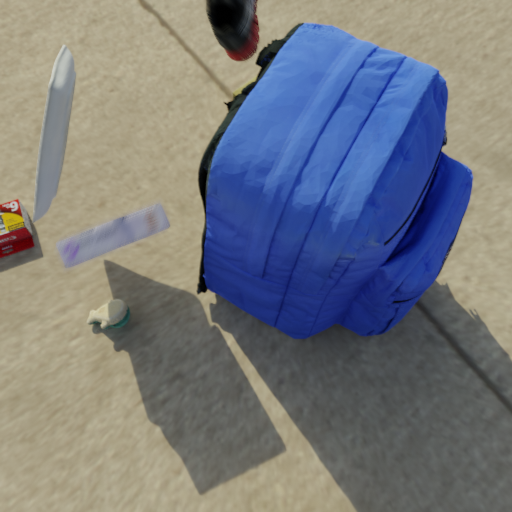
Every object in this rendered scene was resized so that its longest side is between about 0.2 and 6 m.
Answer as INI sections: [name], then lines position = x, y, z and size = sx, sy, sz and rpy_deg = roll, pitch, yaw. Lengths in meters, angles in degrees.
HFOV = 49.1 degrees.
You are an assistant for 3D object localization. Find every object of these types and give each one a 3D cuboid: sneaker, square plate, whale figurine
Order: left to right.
[square plate]
position = -3.216, -1.995, 9.018
size = 0.322, 2.245, 2.267
rpy_deg = 9, 31, -18
[whale figurine]
position = -2.687, 1.115, 10.272
size = 0.812, 0.421, 0.646
rpy_deg = -14, 43, 17
[sneaker]
position = -0.371, -4.291, 9.139
size = 0.707, 0.977, 2.000
rpy_deg = 2, 91, 26

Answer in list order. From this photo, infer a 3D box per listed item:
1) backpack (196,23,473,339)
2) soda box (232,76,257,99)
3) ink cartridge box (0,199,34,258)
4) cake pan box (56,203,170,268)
[backpack]
position = 1.299, -1.043, 8.886
size = 3.904, 4.652, 3.780
rpy_deg = 22, 65, 11
[soda box]
position = 0.640, -3.750, 12.367
size = 2.456, 0.832, 0.786
rpy_deg = -40, 70, -18
[ink cartridge box]
position = -5.014, -0.483, 10.978
size = 1.071, 0.449, 0.940
rpy_deg = -20, 66, -10
[cake pan box]
position = -2.253, -0.313, 8.846
size = 1.712, 1.577, 0.448
rpy_deg = -23, 94, -12
